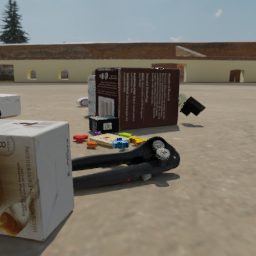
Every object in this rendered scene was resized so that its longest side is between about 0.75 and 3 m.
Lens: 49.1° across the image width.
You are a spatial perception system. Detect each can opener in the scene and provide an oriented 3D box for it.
[{"bbox_3d":[-0.061,0.762,5.526,2.500,0.983,0.792,-10,54,-29],"label":"can opener"}]

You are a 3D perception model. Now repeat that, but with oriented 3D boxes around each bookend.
[{"bbox_3d":[2.665,-0.756,11.584,0.790,0.785,0.364,40,51,15],"label":"bookend"}]

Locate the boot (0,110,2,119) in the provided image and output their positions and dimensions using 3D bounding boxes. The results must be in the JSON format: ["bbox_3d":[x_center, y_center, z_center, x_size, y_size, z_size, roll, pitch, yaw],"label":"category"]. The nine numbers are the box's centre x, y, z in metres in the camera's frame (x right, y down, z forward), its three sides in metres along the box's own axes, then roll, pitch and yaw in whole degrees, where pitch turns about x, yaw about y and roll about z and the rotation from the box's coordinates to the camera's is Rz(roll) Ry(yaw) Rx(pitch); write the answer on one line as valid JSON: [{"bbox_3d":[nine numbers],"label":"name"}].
[{"bbox_3d":[-4.219,-0.488,8.281,0.966,1.919,2.566,-6,13,-28],"label":"boot"}]

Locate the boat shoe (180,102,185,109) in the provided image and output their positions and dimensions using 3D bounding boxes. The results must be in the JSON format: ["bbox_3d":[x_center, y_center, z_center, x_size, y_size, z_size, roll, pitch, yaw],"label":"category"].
[{"bbox_3d":[3.289,-1.305,16.414,0.443,0.382,1.213,4,12,18],"label":"boat shoe"}]

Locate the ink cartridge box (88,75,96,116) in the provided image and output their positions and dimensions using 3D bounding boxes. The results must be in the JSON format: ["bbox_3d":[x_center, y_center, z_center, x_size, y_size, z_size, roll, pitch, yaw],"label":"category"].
[{"bbox_3d":[-1.055,-1.621,13.859,1.432,1.980,1.439,-8,14,-35],"label":"ink cartridge box"}]

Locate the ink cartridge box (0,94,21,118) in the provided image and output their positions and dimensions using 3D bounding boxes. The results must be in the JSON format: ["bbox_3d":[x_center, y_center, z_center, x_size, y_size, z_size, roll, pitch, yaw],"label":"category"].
[{"bbox_3d":[-6.869,-1.135,13.791,2.471,1.058,1.824,7,13,23],"label":"ink cartridge box"}]

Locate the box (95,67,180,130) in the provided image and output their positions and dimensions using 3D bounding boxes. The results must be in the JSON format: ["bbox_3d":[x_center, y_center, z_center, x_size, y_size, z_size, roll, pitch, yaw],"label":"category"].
[{"bbox_3d":[0.329,-1.327,11.578,2.799,2.299,2.322,-6,13,-28],"label":"box"}]

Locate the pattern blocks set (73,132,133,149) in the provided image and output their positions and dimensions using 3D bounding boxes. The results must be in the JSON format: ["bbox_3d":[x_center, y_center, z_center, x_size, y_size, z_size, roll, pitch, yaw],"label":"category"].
[{"bbox_3d":[-0.573,0.369,8.499,1.710,0.158,1.946,-9,14,-38],"label":"pattern blocks set"}]

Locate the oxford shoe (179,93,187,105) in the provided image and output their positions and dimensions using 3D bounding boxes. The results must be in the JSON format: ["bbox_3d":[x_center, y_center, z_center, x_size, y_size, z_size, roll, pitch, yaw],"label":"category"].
[{"bbox_3d":[2.950,-1.685,17.927,2.164,0.814,0.625,-20,-20,-39],"label":"oxford shoe"}]

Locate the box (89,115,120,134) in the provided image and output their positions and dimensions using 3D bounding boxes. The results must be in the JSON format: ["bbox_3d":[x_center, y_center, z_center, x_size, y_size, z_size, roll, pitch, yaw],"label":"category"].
[{"bbox_3d":[-0.861,-0.127,10.037,0.871,0.537,0.864,-5,12,-24],"label":"box"}]

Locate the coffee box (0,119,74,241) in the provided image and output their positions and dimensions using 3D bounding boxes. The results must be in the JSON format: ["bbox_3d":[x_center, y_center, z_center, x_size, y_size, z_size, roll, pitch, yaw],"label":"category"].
[{"bbox_3d":[-2.139,0.616,4.073,2.471,1.413,0.985,2,12,15],"label":"coffee box"}]

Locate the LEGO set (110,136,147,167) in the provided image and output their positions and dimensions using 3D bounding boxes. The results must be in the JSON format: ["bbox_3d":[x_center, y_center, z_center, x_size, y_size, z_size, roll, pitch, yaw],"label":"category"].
[{"bbox_3d":[0.064,0.491,6.787,1.578,0.602,0.648,-3,12,-21],"label":"LEGO set"}]

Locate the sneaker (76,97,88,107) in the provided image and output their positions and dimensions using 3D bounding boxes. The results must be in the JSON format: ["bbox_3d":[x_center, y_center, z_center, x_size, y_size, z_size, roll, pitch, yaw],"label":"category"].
[{"bbox_3d":[-2.443,-1.775,17.994,1.860,0.696,0.926,-8,14,-37],"label":"sneaker"}]
